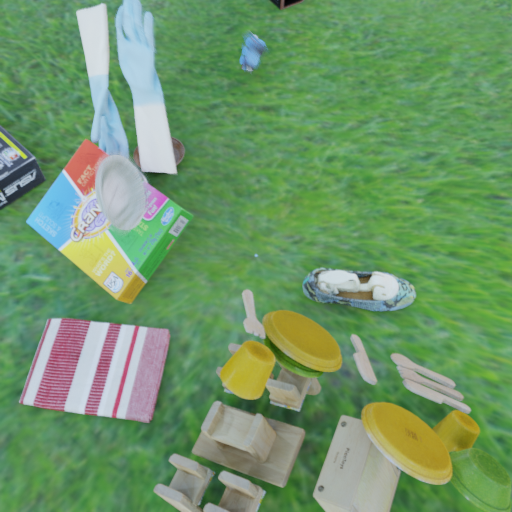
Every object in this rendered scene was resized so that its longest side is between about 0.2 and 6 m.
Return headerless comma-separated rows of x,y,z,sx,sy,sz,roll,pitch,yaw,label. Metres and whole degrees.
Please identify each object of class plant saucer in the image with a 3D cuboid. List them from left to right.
-2.138,-0.950,8.567,0.288,1.149,1.149,-7,54,23,plant saucer
-1.920,-1.981,11.136,1.013,0.185,1.013,-1,55,1,plant saucer

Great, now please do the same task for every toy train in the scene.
-0.101,-4.455,12.382,0.335,0.773,0.442,4,34,-31,toy train

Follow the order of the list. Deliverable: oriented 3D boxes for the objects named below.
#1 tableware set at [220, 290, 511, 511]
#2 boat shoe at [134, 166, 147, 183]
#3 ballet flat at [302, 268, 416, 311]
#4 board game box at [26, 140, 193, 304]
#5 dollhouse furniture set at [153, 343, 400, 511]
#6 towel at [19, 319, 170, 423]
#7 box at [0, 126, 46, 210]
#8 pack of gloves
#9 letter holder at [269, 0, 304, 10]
1.382,1.924,7.247,3.909,0.600,2.633,25,20,-14,tableware set
-2.142,-1.003,10.209,0.643,0.595,1.742,-19,58,3,boat shoe
1.733,0.519,9.254,1.905,0.707,0.707,1,57,1,ballet flat
-2.555,-0.625,9.650,2.425,0.489,1.856,35,90,21,board game box
0.428,2.775,7.600,2.564,1.703,2.247,7,54,31,dollhouse furniture set
-2.460,1.741,8.722,2.041,0.232,1.470,6,59,6,towel
-6.034,-1.801,10.738,3.128,0.692,2.506,39,64,22,box
-2.434,-2.812,9.538,0.560,2.836,2.383,-20,22,-38,pack of gloves
0.672,-7.369,14.202,1.411,0.998,1.985,-27,61,-19,letter holder
